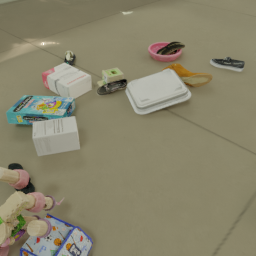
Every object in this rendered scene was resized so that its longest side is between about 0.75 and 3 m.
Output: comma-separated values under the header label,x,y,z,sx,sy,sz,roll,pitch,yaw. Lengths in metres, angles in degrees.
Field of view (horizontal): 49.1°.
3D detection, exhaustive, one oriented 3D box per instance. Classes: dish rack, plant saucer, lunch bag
label,x,y,z,sx,sy,sz,roll,pitch,yaw
dish rack,1.270,-1.765,12.505,2.595,0.565,2.227,-20,46,-4
plant saucer,2.092,-4.320,15.993,1.899,0.481,1.899,1,40,-1
lunch bag,-1.736,3.013,6.959,1.447,0.896,1.230,24,35,8

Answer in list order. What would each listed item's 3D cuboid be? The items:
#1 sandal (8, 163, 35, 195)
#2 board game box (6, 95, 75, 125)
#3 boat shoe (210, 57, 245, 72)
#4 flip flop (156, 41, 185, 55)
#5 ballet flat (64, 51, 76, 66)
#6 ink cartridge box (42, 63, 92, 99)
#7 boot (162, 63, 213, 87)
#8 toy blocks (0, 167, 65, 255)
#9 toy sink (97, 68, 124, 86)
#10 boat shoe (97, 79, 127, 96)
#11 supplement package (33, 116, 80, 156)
label,x,y,z,sx,sy,sz,roll,pitch,yaw
sandal,-3.458,1.567,8.986,0.570,0.363,1.516,-6,36,-44
board game box,-3.498,-0.751,11.497,2.259,0.530,1.705,3,30,4
boat shoe,5.306,-3.524,14.955,1.769,0.600,0.635,21,45,23
flip flop,2.398,-4.359,15.849,1.766,0.508,0.716,-30,52,-10
ballet flat,-3.214,-3.887,15.400,0.626,0.626,1.713,-2,40,-2
ink cartridge box,-2.869,-2.201,13.225,1.957,0.810,1.434,30,49,31
boot,2.870,-2.706,13.811,2.200,0.774,1.575,-11,47,-3
toy blocks,-2.748,2.592,7.071,2.390,2.012,2.234,41,86,25
toy sink,-0.870,-2.430,13.631,1.145,0.642,0.746,-18,43,-20
boat shoe,-0.733,-1.965,13.115,1.591,0.453,0.532,-23,74,-25
supplement package,-2.591,0.287,10.194,1.528,0.927,0.915,-9,42,-10
